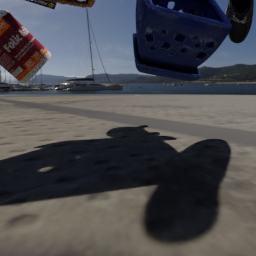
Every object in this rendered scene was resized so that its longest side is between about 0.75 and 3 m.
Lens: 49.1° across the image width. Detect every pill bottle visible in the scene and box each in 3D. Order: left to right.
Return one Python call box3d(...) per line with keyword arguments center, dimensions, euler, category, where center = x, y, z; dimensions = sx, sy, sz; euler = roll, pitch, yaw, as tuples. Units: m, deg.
box3d(center=(-3.965, -2.844, 9.150), dimensions=(2.589, 1.478, 1.478), euler=(44, -14, -26), category="pill bottle")

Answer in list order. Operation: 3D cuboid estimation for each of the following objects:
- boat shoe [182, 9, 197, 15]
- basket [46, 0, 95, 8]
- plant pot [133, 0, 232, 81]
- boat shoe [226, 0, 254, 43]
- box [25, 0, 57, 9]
box3d(center=(2.006, -3.502, 8.876), dimensions=(0.695, 1.934, 0.654), euler=(11, 38, 44), category="boat shoe")
box3d(center=(-1.709, -3.173, 5.553), dimensions=(2.304, 1.717, 1.645), euler=(6, 39, -14), category="basket")
box3d(center=(1.214, -2.636, 7.821), dimensions=(2.197, 1.975, 2.197), euler=(7, 44, -10), category="plant pot")
box3d(center=(3.371, -3.548, 8.509), dimensions=(0.838, 2.334, 0.789), euler=(12, 55, 22), category="boat shoe")
box3d(center=(-2.920, -4.675, 9.419), dimensions=(1.259, 1.001, 0.290), euler=(0, 44, -41), category="box")
